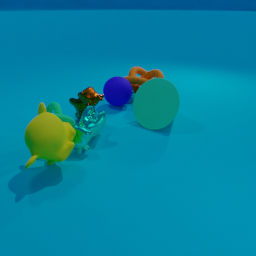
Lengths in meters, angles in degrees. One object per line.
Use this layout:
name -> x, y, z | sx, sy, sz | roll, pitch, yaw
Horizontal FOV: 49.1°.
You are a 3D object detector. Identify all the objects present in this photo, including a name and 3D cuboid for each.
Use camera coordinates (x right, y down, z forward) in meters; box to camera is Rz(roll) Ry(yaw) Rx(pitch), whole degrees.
cone -> 1.173, -0.616, 8.579 | 1.493, 1.493, 1.499 | 18, 4, 34
knot shape -> 0.514, -1.780, 10.575 | 1.834, 0.848, 1.717 | 0, 28, 17
monkey head -> -1.733, 0.292, 5.906 | 0.982, 1.172, 1.630 | 22, 45, -27
ball -> -0.351, -1.243, 9.475 | 0.994, 0.994, 0.994 | 0, 25, 0
cow figurine -> -1.030, 0.084, 7.075 | 0.701, 1.257, 1.278 | 25, -13, 4
cow figurine -> -1.145, -0.636, 8.088 | 1.201, 1.221, 0.670 | 24, 51, 37
knot shape -> -1.691, -0.150, 6.936 | 0.529, 1.145, 1.071 | -38, 0, -17
